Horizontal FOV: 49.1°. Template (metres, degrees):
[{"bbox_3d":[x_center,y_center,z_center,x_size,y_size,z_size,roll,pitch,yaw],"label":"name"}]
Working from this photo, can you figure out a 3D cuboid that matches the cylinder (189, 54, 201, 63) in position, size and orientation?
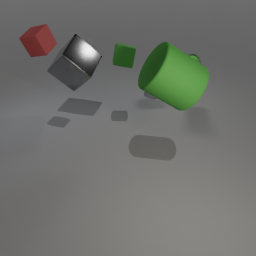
[{"bbox_3d":[2.744,-2.790,12.007,0.700,0.700,0.700,6,23,10],"label":"cylinder"}]

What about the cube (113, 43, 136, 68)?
[{"bbox_3d":[-0.148,-2.598,10.020,0.700,0.700,0.700,8,23,-8],"label":"cube"}]

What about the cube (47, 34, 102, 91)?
[{"bbox_3d":[-2.188,-2.663,11.553,1.400,1.400,1.400,-26,36,46],"label":"cube"}]

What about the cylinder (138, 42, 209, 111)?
[{"bbox_3d":[1.217,-1.386,7.652,1.400,1.400,1.400,26,24,-21],"label":"cylinder"}]

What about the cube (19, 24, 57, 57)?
[{"bbox_3d":[-2.820,-2.749,8.847,0.700,0.700,0.700,1,47,27],"label":"cube"}]
